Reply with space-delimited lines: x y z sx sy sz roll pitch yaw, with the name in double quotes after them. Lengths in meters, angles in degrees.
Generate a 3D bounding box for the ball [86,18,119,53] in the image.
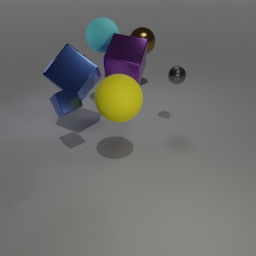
-1.061 -3.878 11.746 1.400 1.400 1.400 0 29 0 "ball"

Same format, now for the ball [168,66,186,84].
1.902 -2.041 10.850 0.700 0.700 0.700 0 29 0 "ball"

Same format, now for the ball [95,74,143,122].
-0.270 -0.866 8.175 1.400 1.400 1.400 0 29 0 "ball"

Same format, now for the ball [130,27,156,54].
0.741 -4.539 14.657 1.400 1.400 1.400 0 29 0 "ball"

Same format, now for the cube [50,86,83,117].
-2.001 -0.836 9.047 0.700 0.700 0.700 -27 5 -29 "cube"

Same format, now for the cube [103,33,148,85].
-0.079 -2.628 11.030 1.400 1.400 1.400 13 61 6 "cube"

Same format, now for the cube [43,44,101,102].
-1.987 -1.943 10.315 1.400 1.400 1.400 38 -3 2 "cube"
